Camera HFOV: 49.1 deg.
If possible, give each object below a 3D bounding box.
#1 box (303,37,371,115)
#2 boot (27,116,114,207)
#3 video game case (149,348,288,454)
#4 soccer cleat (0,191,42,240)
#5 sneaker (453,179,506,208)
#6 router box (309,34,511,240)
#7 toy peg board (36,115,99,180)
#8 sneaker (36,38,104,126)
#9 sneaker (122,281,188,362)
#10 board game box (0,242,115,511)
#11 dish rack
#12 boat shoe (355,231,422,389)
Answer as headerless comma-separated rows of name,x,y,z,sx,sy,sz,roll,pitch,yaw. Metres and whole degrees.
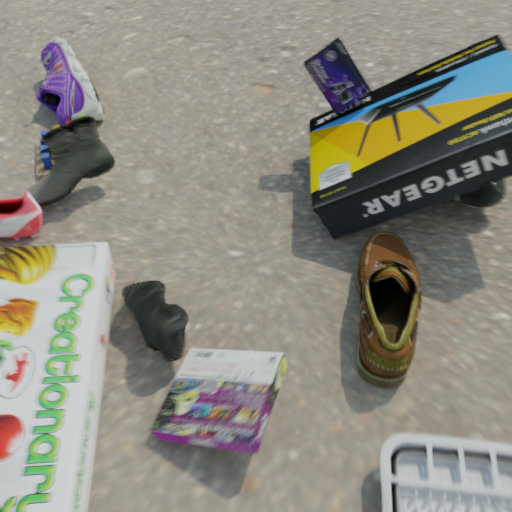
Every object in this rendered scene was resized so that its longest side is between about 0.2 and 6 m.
box,1.550,-3.425,10.701,0.813,1.152,0.454,-33,19,16
boot,-3.669,-1.800,10.413,1.887,1.233,0.639,-33,56,-8
video game case,-0.480,1.887,7.549,1.553,0.278,1.407,-3,41,27
soccer cleat,-4.995,-0.583,9.878,2.325,0.889,0.776,-12,47,-12
sneaker,4.383,-2.334,11.310,1.466,1.290,3.465,-2,49,-10
router box,2.887,-2.155,10.156,3.858,0.985,2.878,-21,41,23
toy peg board,-3.997,-2.356,11.778,1.329,0.653,1.334,-11,46,-11
sneaker,-4.632,-4.080,13.135,1.263,1.221,3.027,-25,51,-15
sneaker,-1.572,0.962,8.480,0.687,0.821,1.809,-11,27,-23
board game box,-3.754,1.922,7.410,3.225,0.884,5.109,-3,46,-4
dish rack,2.405,3.277,6.380,1.996,0.506,2.326,5,46,4
boat shoe,2.125,0.542,8.690,1.066,1.007,2.963,4,46,4
